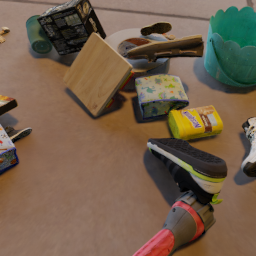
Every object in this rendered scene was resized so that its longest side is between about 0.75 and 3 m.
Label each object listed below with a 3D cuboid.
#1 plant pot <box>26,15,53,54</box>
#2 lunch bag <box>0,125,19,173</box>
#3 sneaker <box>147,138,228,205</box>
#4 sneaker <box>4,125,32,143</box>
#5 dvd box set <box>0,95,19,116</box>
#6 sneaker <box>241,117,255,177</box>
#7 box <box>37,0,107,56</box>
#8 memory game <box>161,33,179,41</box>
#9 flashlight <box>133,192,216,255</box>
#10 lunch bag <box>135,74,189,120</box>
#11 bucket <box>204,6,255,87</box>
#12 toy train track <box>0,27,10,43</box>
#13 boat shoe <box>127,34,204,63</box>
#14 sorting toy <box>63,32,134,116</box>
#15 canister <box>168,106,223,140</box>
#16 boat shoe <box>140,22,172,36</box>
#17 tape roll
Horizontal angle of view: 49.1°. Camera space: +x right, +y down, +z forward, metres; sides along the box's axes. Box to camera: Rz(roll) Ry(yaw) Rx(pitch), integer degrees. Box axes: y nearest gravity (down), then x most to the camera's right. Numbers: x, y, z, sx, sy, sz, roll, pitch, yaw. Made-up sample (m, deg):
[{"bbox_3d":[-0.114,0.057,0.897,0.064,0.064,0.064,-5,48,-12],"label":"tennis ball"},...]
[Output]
[{"bbox_3d":[-3.445,-3.641,11.158,1.200,1.200,1.128,-6,65,-5],"label":"plant pot"},{"bbox_3d":[-3.978,0.709,7.686,1.491,0.923,1.267,-28,56,-31],"label":"lunch bag"},{"bbox_3d":[1.287,1.034,7.119,1.022,1.180,2.849,0,14,-24],"label":"sneaker"},{"bbox_3d":[-3.404,0.075,8.593,0.782,0.297,0.565,-30,59,-21],"label":"sneaker"},{"bbox_3d":[-4.586,-0.627,8.635,2.018,0.297,1.477,14,38,35],"label":"dvd box set"},{"bbox_3d":[3.652,0.472,8.060,2.302,0.869,1.324,-27,46,-30],"label":"sneaker"},{"bbox_3d":[-2.082,-3.733,10.432,2.004,1.641,0.863,0,45,35],"label":"box"},{"bbox_3d":[1.489,-3.467,11.631,1.652,0.105,1.652,0,51,0],"label":"memory game"},{"bbox_3d":[0.650,2.541,6.052,2.908,0.988,0.984,-30,92,-28],"label":"flashlight"},{"bbox_3d":[1.086,-1.075,9.105,1.541,0.982,1.310,-13,51,2],"label":"lunch bag"},{"bbox_3d":[4.109,-2.913,10.089,2.760,1.796,2.760,0,51,0],"label":"bucket"},{"bbox_3d":[-6.032,-3.816,11.765,1.256,0.356,2.190,36,60,26],"label":"toy train track"},{"bbox_3d":[1.222,-2.451,9.161,2.521,0.718,0.843,-9,7,11],"label":"boat shoe"},{"bbox_3d":[-0.925,-1.738,9.274,1.956,1.968,0.685,47,21,24],"label":"sorting toy"},{"bbox_3d":[2.061,-0.158,8.603,1.395,0.604,1.036,-9,51,-9],"label":"canister"},{"bbox_3d":[1.046,-3.638,10.229,1.192,0.435,0.375,-5,31,29],"label":"boat shoe"},{"bbox_3d":[0.290,-2.617,10.395,2.564,0.847,2.564,-1,52,1],"label":"tape roll"}]
